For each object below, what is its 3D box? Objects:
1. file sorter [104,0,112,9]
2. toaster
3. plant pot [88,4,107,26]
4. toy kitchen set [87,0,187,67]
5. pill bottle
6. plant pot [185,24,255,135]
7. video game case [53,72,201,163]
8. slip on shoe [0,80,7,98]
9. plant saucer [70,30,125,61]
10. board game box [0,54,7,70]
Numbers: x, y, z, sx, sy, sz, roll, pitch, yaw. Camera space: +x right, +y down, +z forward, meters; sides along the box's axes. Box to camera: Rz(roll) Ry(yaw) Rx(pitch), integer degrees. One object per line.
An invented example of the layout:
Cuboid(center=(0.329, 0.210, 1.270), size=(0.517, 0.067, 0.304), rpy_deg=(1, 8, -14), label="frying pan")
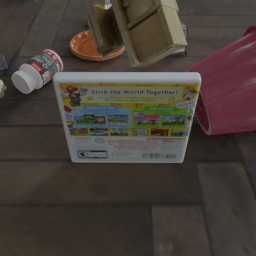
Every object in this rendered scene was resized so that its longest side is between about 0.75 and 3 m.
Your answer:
Cuboid(center=(-0.292, -5.535, 12.286), size=(1.219, 1.094, 1.756), rpy_deg=(-12, 47, -11), label="file sorter")
Cuboid(center=(1.668, -3.292, 10.113), size=(0.694, 1.057, 1.169), rpy_deg=(-15, 46, -11), label="toaster")
Cuboid(center=(-1.199, -4.704, 11.709), size=(1.034, 0.734, 1.034), rpy_deg=(0, 45, 0), label="plant pot")
Cuboid(center=(-0.802, -2.690, 5.938), size=(2.700, 2.442, 2.993), rpy_deg=(-14, 86, -48), label="toy kitchen set")
Cuboid(center=(-2.801, -1.743, 8.700), size=(0.857, 0.857, 1.479), rpy_deg=(21, 49, 20), label="pill bottle")
Cuboid(center=(2.873, -1.016, 6.927), size=(2.456, 2.744, 2.744), rpy_deg=(-19, 46, 3), label="plant pot")
Cuboid(center=(-0.017, -0.103, 5.947), size=(2.694, 2.452, 0.308), rpy_deg=(1, 46, 1), label="video game case")
Cuboid(center=(-2.620, -0.700, 5.653), size=(0.296, 0.236, 0.778), rpy_deg=(-34, 38, 8), label="slip on shoe")
Cuboid(center=(-1.094, -3.051, 10.369), size=(2.044, 0.330, 2.044), rpy_deg=(1, 46, -1), label="plant saucer")
Cuboid(center=(-5.057, -2.259, 9.442), size=(1.691, 0.522, 1.692), rpy_deg=(-17, 47, -17), label="board game box")
